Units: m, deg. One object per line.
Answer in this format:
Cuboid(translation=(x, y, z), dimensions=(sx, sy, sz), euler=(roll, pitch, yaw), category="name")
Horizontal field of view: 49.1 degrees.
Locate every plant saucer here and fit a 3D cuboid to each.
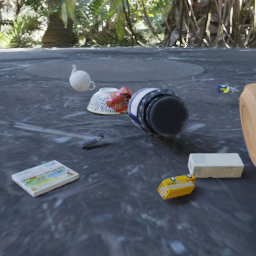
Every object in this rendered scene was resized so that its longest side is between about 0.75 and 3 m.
Cuboid(translation=(2.738, 0.035, 6.029), dimensions=(0.317, 1.964, 1.964), euler=(-10, 17, 15), category="plant saucer")

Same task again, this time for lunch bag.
Cuboid(translation=(-0.132, -0.861, 9.088), dimensions=(0.961, 0.846, 0.394), euler=(-24, 45, 41), category="lunch bag")

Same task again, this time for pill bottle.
Cuboid(translation=(0.739, -0.413, 7.225), dimensions=(1.206, 1.206, 2.156), euler=(-3, 10, -10), category="pill bottle")

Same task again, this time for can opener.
Cuboid(translation=(-0.936, 0.299, 7.527), dimensions=(0.782, 0.261, 0.208), euler=(-20, -4, -25), category="can opener")

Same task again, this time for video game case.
Cuboid(translation=(-1.738, 1.030, 5.910), dimensions=(0.949, 0.119, 1.043), euler=(19, 26, 42), category="video game case")

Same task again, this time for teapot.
Cuboid(translation=(-2.023, -2.151, 12.341), dimensions=(1.006, 0.993, 0.735), euler=(7, -32, -34), category="teapot")

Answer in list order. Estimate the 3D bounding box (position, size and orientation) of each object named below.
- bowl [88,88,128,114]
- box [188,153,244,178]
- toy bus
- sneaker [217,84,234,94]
Cuboid(translation=(-0.749, -1.110, 10.813), dimensions=(1.632, 0.766, 1.632), euler=(2, 19, -1), category="bowl")
Cuboid(translation=(1.876, 0.807, 6.041), dimensions=(1.066, 0.364, 0.438), euler=(1, 35, 0), category="box")
Cuboid(translation=(0.956, 1.094, 5.286), dimensions=(0.820, 0.267, 0.321), euler=(-1, 41, -35), category="toy bus")
Cuboid(translation=(3.982, -1.575, 11.514), dimensions=(0.390, 0.351, 0.948), euler=(5, 15, -16), category="sneaker")
